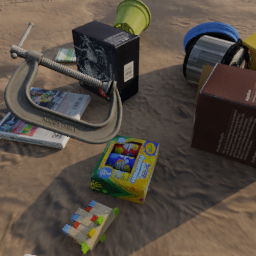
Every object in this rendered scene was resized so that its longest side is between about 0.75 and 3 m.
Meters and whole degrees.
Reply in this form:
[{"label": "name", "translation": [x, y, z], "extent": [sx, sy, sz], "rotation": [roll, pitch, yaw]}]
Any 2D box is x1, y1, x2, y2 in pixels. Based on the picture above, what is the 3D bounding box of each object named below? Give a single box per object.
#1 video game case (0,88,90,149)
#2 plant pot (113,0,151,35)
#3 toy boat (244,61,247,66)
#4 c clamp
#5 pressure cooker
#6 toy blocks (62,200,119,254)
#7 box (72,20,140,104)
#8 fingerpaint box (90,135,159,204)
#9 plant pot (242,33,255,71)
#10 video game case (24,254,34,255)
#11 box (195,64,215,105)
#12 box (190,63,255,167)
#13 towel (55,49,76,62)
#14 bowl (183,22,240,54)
[{"label": "video game case", "translation": [-3.101, -0.484, 10.502], "extent": [2.620, 0.330, 2.875], "rotation": [9, 43, 10]}, {"label": "plant pot", "translation": [0.031, -5.678, 15.442], "extent": [2.057, 2.057, 1.892], "rotation": [12, 54, 14]}, {"label": "toy boat", "translation": [5.624, -2.118, 11.746], "extent": [2.470, 1.366, 2.939], "rotation": [-22, 51, -33]}, {"label": "c clamp", "translation": [-1.336, -0.971, 6.186], "extent": [2.886, 0.391, 2.466], "rotation": [25, 56, -11]}, {"label": "pressure cooker", "translation": [3.710, -2.530, 11.512], "extent": [2.369, 2.083, 2.116], "rotation": [28, 51, 33]}, {"label": "toy blocks", "translation": [-1.001, 2.378, 7.060], "extent": [0.931, 0.680, 1.361], "rotation": [14, 47, 33]}, {"label": "box", "translation": [-0.851, -2.599, 11.209], "extent": [2.348, 2.578, 1.342], "rotation": [31, 50, 31]}, {"label": "fingerpaint box", "translation": [-0.034, 1.133, 8.359], "extent": [1.571, 0.691, 1.883], "rotation": [12, 42, 13]}, {"label": "plant pot", "translation": [5.864, -3.176, 12.774], "extent": [1.543, 1.508, 1.499], "rotation": [40, 54, 23]}, {"label": "video game case", "translation": [-1.120, 3.952, 5.241], "extent": [2.856, 0.314, 2.604], "rotation": [10, 42, 4]}, {"label": "box", "translation": [3.362, -1.512, 10.688], "extent": [1.340, 1.639, 0.174], "rotation": [15, 28, 17]}, {"label": "box", "translation": [3.697, -0.433, 9.007], "extent": [2.648, 2.197, 2.174], "rotation": [19, 45, 20]}, {"label": "towel", "translation": [-2.764, -3.630, 14.223], "extent": [1.636, 0.251, 1.220], "rotation": [3, 43, 0]}, {"label": "bowl", "translation": [3.773, -3.760, 12.778], "extent": [2.483, 2.483, 0.487], "rotation": [6, 68, 7]}]
